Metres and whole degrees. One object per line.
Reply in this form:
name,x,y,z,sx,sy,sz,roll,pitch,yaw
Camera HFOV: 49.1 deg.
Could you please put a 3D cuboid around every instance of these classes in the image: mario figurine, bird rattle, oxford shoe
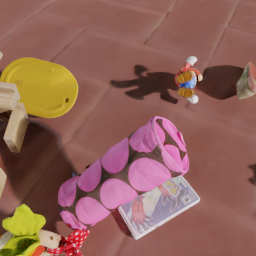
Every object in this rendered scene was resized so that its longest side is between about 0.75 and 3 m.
mario figurine,1.838,-1.389,7.980,0.906,1.055,1.710,32,24,2
bird rattle,-1.588,2.022,5.074,1.346,1.651,0.930,-24,55,31
oxford shoe,3.586,-1.463,8.472,0.652,0.679,1.841,49,38,-7

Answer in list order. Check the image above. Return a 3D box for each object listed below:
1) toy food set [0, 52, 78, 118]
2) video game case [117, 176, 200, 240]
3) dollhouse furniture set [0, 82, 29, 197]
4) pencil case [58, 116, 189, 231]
toy food set,-2.648,-1.125,7.898,2.574,0.841,1.514,16,85,-1
video game case,0.426,1.325,6.513,1.701,0.215,1.867,-25,56,-18
dollhouse furniture set,-3.661,0.237,5.931,2.081,2.429,2.554,9,62,-5
pencil case,-0.111,0.885,5.284,1.300,2.775,1.259,6,56,-52
